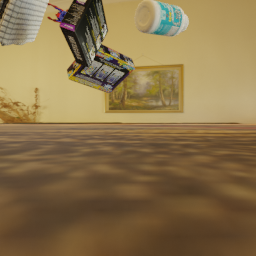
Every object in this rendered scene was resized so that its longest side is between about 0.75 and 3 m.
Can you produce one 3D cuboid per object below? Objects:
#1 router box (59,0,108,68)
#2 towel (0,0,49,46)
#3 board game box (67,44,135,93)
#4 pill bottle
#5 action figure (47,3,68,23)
[{"bbox_3d":[-0.922,-2.231,6.278,0.394,1.152,1.544,22,-13,9],"label":"router box"},{"bbox_3d":[-2.719,-2.956,6.813,0.903,1.747,2.110,26,19,-7],"label":"towel"},{"bbox_3d":[-1.055,-2.351,11.123,2.110,0.598,1.744,15,-41,-43],"label":"board game box"},{"bbox_3d":[1.256,-3.811,9.858,1.932,1.070,1.070,-9,6,-39],"label":"pill bottle"},{"bbox_3d":[-2.132,-3.430,8.412,0.717,0.473,1.449,13,15,-28],"label":"action figure"}]
